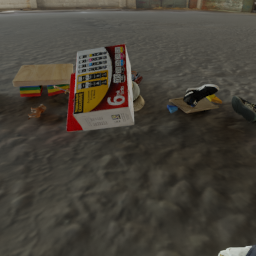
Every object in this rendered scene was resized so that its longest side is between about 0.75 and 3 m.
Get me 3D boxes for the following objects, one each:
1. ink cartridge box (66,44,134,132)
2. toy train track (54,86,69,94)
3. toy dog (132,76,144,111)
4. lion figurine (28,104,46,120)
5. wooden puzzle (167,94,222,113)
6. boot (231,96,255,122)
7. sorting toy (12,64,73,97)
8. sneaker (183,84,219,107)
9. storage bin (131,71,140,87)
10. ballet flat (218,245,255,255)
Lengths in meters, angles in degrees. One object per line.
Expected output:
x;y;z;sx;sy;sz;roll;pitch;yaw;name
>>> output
-1.156;-1.443;10.183;2.525;1.206;2.876;-8;59;7;ink cartridge box
-2.719;-1.562;11.980;1.002;0.163;0.574;19;13;-40;toy train track
-0.445;-1.787;12.080;2.860;1.886;1.377;23;65;23;toy dog
-3.653;-0.610;11.292;0.572;0.338;0.934;5;42;-7;lion figurine
2.819;-1.002;12.014;2.652;0.310;1.789;-7;25;-12;wooden puzzle
5.085;-0.810;11.329;1.239;0.592;1.640;-5;34;-13;boot
-4.012;-2.344;13.809;2.605;0.912;2.621;-4;28;-8;sorting toy
2.466;-1.042;9.543;1.256;0.459;0.703;-4;55;50;sneaker
-0.101;-2.016;12.806;1.089;1.180;1.621;8;26;7;storage bin
1.730;2.581;4.616;2.892;1.057;1.057;-23;36;-33;ballet flat
